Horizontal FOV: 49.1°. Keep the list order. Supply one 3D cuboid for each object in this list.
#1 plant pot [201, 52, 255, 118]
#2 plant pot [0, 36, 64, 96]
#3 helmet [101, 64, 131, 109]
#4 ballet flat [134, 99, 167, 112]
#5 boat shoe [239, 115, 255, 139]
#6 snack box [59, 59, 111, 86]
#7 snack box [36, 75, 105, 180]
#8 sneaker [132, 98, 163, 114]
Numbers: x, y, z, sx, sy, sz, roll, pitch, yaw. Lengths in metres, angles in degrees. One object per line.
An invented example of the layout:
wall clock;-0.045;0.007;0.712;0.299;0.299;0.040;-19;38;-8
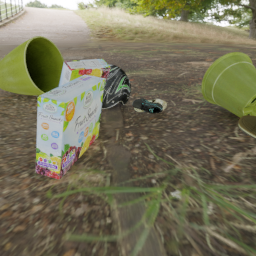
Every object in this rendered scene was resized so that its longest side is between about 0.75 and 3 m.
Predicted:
plant pot;3.998;-1.251;9.745;2.142;2.142;2.034;-6;37;-16
plant pot;-4.661;-2.547;12.649;2.708;2.534;2.534;-6;16;27
helmet;-0.794;-1.623;11.100;1.775;1.775;1.692;11;5;27
ballet flat;0.921;-0.868;10.492;1.443;0.450;0.487;-12;66;-26
boat shoe;3.544;0.274;6.817;1.793;0.589;0.641;24;62;22
snack box;-1.517;-1.205;9.090;1.451;2.041;0.541;-14;52;-39
snack box;-1.317;-0.185;6.849;0.671;1.801;2.533;12;23;9
sneaker;0.658;-0.721;9.390;1.064;0.401;0.422;8;28;1
